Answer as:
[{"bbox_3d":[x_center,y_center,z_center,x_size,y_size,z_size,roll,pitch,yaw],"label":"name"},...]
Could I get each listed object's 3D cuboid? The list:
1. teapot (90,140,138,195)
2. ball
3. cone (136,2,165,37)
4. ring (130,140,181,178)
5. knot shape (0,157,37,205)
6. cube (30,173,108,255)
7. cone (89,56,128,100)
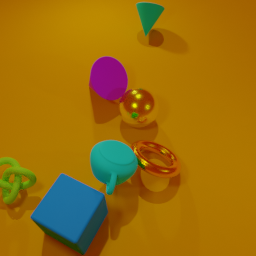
[{"bbox_3d":[-0.371,0.818,6.495,1.110,0.874,1.785,16,31,-11],"label":"teapot"},{"bbox_3d":[0.300,-0.579,7.959,1.142,1.142,1.142,0,55,0],"label":"ball"},{"bbox_3d":[0.731,-3.893,10.274,1.063,1.063,1.067,10,100,7],"label":"cone"},{"bbox_3d":[0.696,0.763,7.126,1.409,0.282,1.409,18,24,-9],"label":"ring"},{"bbox_3d":[-2.773,1.298,6.638,1.101,0.509,1.030,18,98,8],"label":"knot shape"},{"bbox_3d":[-1.220,1.901,6.176,1.125,1.125,1.125,22,58,16],"label":"cube"},{"bbox_3d":[-0.899,-1.417,8.667,1.293,1.288,1.288,-5,38,53],"label":"cone"}]
